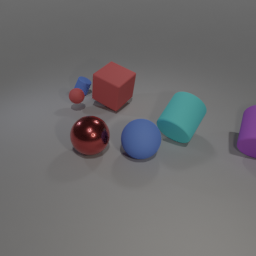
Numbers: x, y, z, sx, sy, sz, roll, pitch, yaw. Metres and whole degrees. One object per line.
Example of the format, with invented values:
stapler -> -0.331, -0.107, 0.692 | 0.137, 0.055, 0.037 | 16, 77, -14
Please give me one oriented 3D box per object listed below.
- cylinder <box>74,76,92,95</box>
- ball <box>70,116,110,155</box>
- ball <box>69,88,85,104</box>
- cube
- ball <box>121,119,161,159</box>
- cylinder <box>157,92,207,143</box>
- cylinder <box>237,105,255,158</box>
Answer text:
cylinder -> -2.285, -2.122, 14.120 | 0.700, 0.700, 0.700 | 23, 28, -13
ball -> -1.339, 0.263, 9.915 | 1.400, 1.400, 1.400 | 0, 32, 0
ball -> -2.298, -1.434, 12.543 | 0.700, 0.700, 0.700 | 0, 32, 0
cube -> -0.648, -1.898, 12.678 | 1.400, 1.400, 1.400 | 29, 49, 18
ball -> 0.453, 0.376, 9.737 | 1.400, 1.400, 1.400 | 0, 32, 0
cylinder -> 2.004, -0.394, 10.488 | 1.400, 1.400, 1.400 | 22, 67, 31
cylinder -> 4.621, 0.140, 9.693 | 1.400, 1.400, 1.400 | 13, 62, 20
